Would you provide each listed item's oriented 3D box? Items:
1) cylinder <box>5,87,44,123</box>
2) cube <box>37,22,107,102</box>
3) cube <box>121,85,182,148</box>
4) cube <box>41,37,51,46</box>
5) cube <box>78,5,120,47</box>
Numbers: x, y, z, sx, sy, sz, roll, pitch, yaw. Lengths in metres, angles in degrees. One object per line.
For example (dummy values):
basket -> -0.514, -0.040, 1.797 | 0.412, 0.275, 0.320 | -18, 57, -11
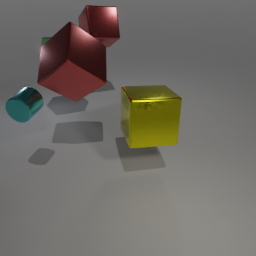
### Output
cylinder -> -2.661, -0.605, 7.241 | 0.700, 0.700, 0.700 | 7, 34, 12
cube -> -1.583, -1.841, 8.091 | 1.400, 1.400, 1.400 | -24, 56, 35
cube -> 0.595, -0.375, 8.062 | 1.400, 1.400, 1.400 | -3, 23, -11
cube -> -2.574, -2.737, 11.047 | 1.400, 1.400, 1.400 | 1, 14, -34
cube -> -1.311, -4.488, 12.516 | 1.400, 1.400, 1.400 | -8, 3, -24
